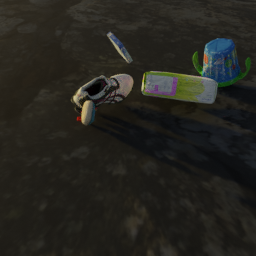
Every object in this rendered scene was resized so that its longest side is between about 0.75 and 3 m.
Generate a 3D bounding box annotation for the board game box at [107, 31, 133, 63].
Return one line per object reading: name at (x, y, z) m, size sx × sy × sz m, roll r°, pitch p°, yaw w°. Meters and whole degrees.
board game box at (-0.339, -3.374, 11.748) m, size 0.236 × 1.083 × 1.088 m, roll -37°, pitch 53°, yaw 3°

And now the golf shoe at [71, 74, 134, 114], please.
golf shoe at (-0.679, -1.275, 9.313) m, size 2.468 × 1.087 × 0.953 m, roll -31°, pitch 79°, yaw -30°

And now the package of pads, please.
package of pads at (1.688, -1.390, 9.233) m, size 2.310 × 0.788 × 1.785 m, roll 9°, pitch 14°, yaw 9°

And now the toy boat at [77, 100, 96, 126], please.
toy boat at (-1.207, -0.388, 8.501) m, size 0.442 × 0.951 × 0.800 m, roll 13°, pitch 64°, yaw -23°

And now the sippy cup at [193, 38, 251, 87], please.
sippy cup at (3.457, -2.513, 10.487) m, size 1.896 × 1.389 × 1.489 m, roll -10°, pitch 44°, yaw 11°
